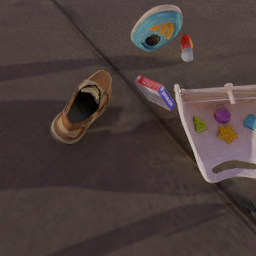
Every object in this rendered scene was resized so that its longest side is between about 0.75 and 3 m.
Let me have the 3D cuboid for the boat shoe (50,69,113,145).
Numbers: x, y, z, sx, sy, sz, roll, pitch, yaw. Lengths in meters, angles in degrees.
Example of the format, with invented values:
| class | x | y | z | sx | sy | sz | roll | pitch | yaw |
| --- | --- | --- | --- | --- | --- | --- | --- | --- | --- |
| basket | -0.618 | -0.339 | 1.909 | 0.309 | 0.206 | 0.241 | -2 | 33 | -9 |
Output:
| class | x | y | z | sx | sy | sz | roll | pitch | yaw |
| --- | --- | --- | --- | --- | --- | --- | --- | --- | --- |
| boat shoe | -1.104 | -0.776 | 8.147 | 1.114 | 1.087 | 2.944 | 34 | 50 | -11 |

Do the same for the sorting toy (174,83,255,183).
| class | x | y | z | sx | sy | sz | roll | pitch | yaw |
| --- | --- | --- | --- | --- | --- | --- | --- | --- | --- |
| sorting toy | 2.630 | 0.132 | 7.231 | 2.732 | 1.460 | 2.460 | -4 | 69 | 2 |

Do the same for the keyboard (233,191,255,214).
| class | x | y | z | sx | sy | sz | roll | pitch | yaw |
| --- | --- | --- | --- | --- | --- | --- | --- | --- | --- |
| keyboard | 2.557 | 1.698 | 6.129 | 0.174 | 0.876 | 0.456 | -36 | 92 | -1 |

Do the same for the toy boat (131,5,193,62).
| class | x | y | z | sx | sy | sz | roll | pitch | yaw |
| --- | --- | --- | --- | --- | --- | --- | --- | --- | --- |
| toy boat | 1.508 | -3.391 | 10.476 | 2.537 | 2.132 | 1.179 | 17 | 57 | -30 |

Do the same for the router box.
| class | x | y | z | sx | sy | sz | roll | pitch | yaw |
| --- | --- | --- | --- | --- | --- | --- | --- | --- | --- |
| router box | 0.810 | -1.042 | 8.380 | 0.972 | 1.083 | 0.265 | 32 | 82 | 39 |
